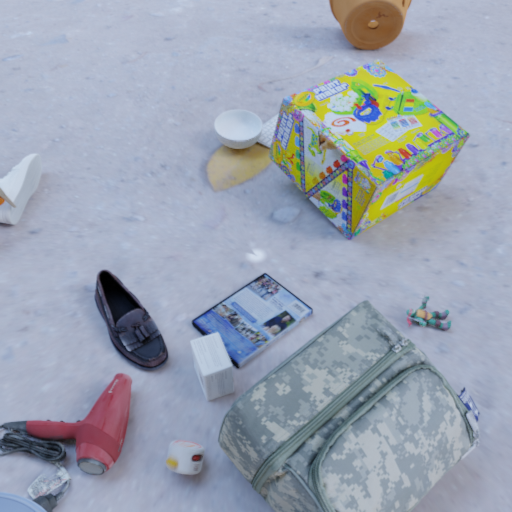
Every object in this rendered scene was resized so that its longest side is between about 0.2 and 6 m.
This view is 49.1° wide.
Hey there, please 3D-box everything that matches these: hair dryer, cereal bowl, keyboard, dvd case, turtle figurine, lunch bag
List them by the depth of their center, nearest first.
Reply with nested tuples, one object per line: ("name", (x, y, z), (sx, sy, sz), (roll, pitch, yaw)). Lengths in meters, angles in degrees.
("lunch bag", (1.187, 2.180, 6.930), (2.659, 1.853, 2.230), (-32, 69, -28))
("hair dryer", (-2.542, 2.334, 7.541), (2.187, 0.594, 1.666), (-33, 54, -30))
("turtle figurine", (2.756, 0.955, 9.127), (0.792, 0.399, 0.593), (15, 60, -7))
("dvd case", (-0.058, 1.011, 9.246), (1.670, 0.147, 1.192), (-32, 51, -29))
("cereal bowl", (-0.407, -2.841, 12.861), (1.100, 0.458, 1.100), (1, 52, -1))
("keyboard", (0.971, -3.409, 13.832), (0.811, 0.154, 2.882), (27, 50, 25))

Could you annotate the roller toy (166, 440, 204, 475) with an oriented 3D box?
("roller toy", (-0.920, 2.625, 7.261), (0.463, 0.508, 0.355), (11, 83, -3))

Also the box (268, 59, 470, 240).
("box", (2.158, -2.187, 11.087), (2.670, 1.629, 2.571), (-29, 66, -27))

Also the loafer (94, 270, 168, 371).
("loafer", (-2.080, 0.983, 8.919), (0.719, 0.630, 2.000), (-26, 50, -25))

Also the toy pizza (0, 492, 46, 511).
("toy pizza", (-3.183, 3.796, 6.141), (2.288, 0.363, 2.288), (1, 49, -1))

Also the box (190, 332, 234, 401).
("box", (-0.640, 1.623, 8.219), (0.444, 0.675, 0.679), (-15, 46, -15))

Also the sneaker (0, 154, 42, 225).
("sneaker", (-5.174, -1.463, 11.405), (1.126, 0.718, 1.949), (5, 45, 1))

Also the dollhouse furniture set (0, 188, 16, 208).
("dollhouse furniture set", (-5.689, -0.853, 10.619), (1.820, 0.938, 1.801), (-42, 60, -14))

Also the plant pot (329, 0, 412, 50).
("plant pot", (3.380, -7.321, 16.457), (2.518, 2.518, 1.763), (2, 60, 3))
